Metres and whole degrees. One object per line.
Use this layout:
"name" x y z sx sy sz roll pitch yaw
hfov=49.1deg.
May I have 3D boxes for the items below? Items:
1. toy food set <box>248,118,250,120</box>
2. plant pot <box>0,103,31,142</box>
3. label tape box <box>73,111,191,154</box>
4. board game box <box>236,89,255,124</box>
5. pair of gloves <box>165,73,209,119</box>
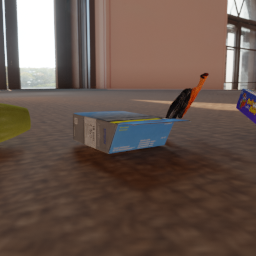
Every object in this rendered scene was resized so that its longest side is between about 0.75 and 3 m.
"toy food set" 4.268 0.008 7.458 1.282 0.373 1.857 -15 25 -33
"plant pot" -2.671 -0.128 5.989 1.045 0.977 0.977 -9 13 -31
"label tape box" -0.001 0.071 5.759 1.492 0.655 2.068 -5 11 -38
"board game box" 3.535 -0.214 6.054 1.632 0.543 2.427 14 18 0
"pair of gloves" 1.285 -0.550 6.674 0.200 1.441 1.618 37 43 16
